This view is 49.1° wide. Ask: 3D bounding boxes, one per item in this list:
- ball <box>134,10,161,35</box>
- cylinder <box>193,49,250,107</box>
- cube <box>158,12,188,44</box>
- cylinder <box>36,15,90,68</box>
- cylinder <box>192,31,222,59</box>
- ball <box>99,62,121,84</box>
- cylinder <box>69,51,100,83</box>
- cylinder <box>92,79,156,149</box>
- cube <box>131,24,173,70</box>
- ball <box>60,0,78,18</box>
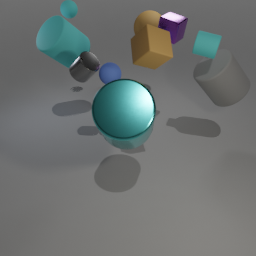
[{"bbox_3d":[0.948,-4.423,12.340,1.400,1.400,1.400,0,30,0],"label":"ball"},{"bbox_3d":[3.167,-1.672,9.482,1.400,1.400,1.400,-33,34,25],"label":"cylinder"},{"bbox_3d":[1.433,-3.265,9.142,0.700,0.700,0.700,28,45,21],"label":"cube"},{"bbox_3d":[-2.348,-3.110,10.257,1.400,1.400,1.400,25,0,37],"label":"cylinder"},{"bbox_3d":[2.419,-2.554,8.598,0.700,0.700,0.700,19,34,12],"label":"cylinder"},{"bbox_3d":[-0.556,-1.686,8.728,0.700,0.700,0.700,0,30,0],"label":"ball"},{"bbox_3d":[-1.337,-1.865,8.601,0.700,0.700,0.700,-33,4,43],"label":"cylinder"},{"bbox_3d":[-0.066,-0.273,6.686,1.400,1.400,1.400,2,-12,3],"label":"cylinder"},{"bbox_3d":[0.557,-1.915,6.699,0.700,0.700,0.700,5,-18,-33],"label":"cube"},{"bbox_3d":[-2.405,-4.842,11.422,0.700,0.700,0.700,0,30,0],"label":"ball"}]
